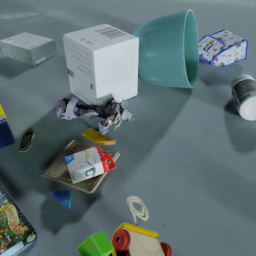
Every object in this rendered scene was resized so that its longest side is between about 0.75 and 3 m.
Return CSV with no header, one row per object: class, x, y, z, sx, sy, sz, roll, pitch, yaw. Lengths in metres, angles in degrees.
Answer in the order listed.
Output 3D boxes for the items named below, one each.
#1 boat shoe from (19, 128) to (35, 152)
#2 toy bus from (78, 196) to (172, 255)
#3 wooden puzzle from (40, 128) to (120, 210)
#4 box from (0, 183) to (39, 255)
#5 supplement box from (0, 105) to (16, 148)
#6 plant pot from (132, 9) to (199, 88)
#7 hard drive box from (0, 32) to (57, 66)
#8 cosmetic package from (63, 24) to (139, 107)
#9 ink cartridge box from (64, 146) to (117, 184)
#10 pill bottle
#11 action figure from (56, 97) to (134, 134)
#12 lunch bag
boat shoe,-3.048,0.350,8.376,0.320,0.294,0.895,2,37,3
toy bus,0.098,2.690,4.516,2.367,1.296,2.509,47,17,9
wooden puzzle,-1.235,0.995,7.571,1.800,0.312,2.668,17,40,27
box,-3.086,2.071,6.054,1.401,0.387,2.051,-30,46,-33
supplement box,-4.182,-0.172,8.513,0.906,0.912,1.665,-23,43,-23
plant pot,1.356,-2.891,10.785,2.252,2.806,2.806,1,35,24
hard drive box,-4.764,-3.853,13.456,2.030,0.780,1.582,21,42,25
cosmetic package,-0.924,-2.193,10.040,1.891,2.292,1.889,-27,45,-31
ink cartridge box,-0.952,0.881,7.126,1.169,0.393,0.679,-18,37,-15
pill bottle,4.178,-1.121,9.742,0.971,0.971,1.717,3,38,4
action figure,-1.003,-0.511,9.125,2.464,0.855,1.603,9,31,6
lunch bag,4.190,-3.613,12.878,1.932,1.196,1.642,-23,41,-8
